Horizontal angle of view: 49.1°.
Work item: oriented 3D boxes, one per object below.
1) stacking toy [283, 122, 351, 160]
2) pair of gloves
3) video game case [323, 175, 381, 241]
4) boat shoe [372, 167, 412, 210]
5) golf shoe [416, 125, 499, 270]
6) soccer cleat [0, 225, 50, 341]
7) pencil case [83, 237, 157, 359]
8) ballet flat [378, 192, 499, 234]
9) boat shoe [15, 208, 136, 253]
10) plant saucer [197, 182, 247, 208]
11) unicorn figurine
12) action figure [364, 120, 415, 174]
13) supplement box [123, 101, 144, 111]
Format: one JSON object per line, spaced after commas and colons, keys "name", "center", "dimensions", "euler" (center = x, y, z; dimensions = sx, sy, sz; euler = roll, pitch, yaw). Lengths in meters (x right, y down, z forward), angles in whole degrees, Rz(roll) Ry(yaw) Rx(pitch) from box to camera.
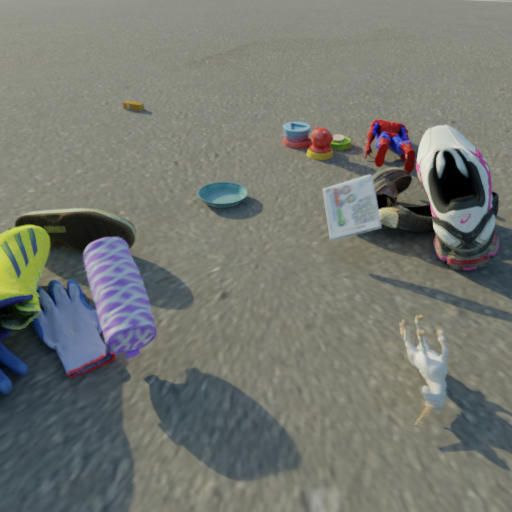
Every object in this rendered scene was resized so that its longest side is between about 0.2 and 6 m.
{"name": "stacking toy", "center": [1.555, -3.075, 14.006], "dimensions": [1.470, 0.686, 1.623], "euler": [-24, 40, -32]}
{"name": "pair of gloves", "center": [-3.237, 1.106, 7.735], "dimensions": [2.791, 0.318, 2.244], "euler": [-19, 37, -27]}
{"name": "video game case", "center": [1.624, -0.823, 9.580], "dimensions": [0.888, 0.116, 0.975], "euler": [-15, 69, 25]}
{"name": "boat shoe", "center": [2.358, -1.092, 10.957], "dimensions": [2.060, 0.767, 0.755], "euler": [-26, 53, -26]}
{"name": "golf shoe", "center": [3.550, -1.454, 9.909], "dimensions": [1.246, 1.580, 3.432], "euler": [-10, 43, 14]}
{"name": "soccer cleat", "center": [-3.514, 0.553, 7.857], "dimensions": [1.363, 1.054, 3.260], "euler": [10, 27, 2]}
{"name": "pencil case", "center": [-1.844, 0.533, 7.557], "dimensions": [0.701, 0.714, 1.670], "euler": [-15, 58, -13]}
{"name": "ballet flat", "center": [3.328, -0.848, 10.398], "dimensions": [2.439, 0.693, 0.811], "euler": [-5, 30, -13]}
{"name": "boat shoe", "center": [-3.098, -0.555, 9.994], "dimensions": [2.266, 0.812, 0.863], "euler": [8, 21, 13]}
{"name": "plant saucer", "center": [-0.690, -1.232, 11.555], "dimensions": [1.029, 0.185, 1.029], "euler": [0, 32, 0]}
{"name": "unicorn figurine", "center": [2.108, 1.315, 6.942], "dimensions": [0.502, 0.934, 1.359], "euler": [-7, 12, 12]}
{"name": "action figure", "center": [3.162, -2.686, 13.339], "dimensions": [1.033, 0.816, 3.157], "euler": [10, 28, 5]}
{"name": "supplement box", "center": [-3.643, -4.455, 16.647], "dimensions": [0.618, 0.213, 0.206], "euler": [11, 34, 19]}
